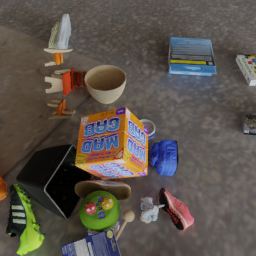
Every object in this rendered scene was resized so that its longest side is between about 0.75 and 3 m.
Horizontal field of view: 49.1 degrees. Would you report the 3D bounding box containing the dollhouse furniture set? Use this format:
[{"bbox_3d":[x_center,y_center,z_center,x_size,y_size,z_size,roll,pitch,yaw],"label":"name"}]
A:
[{"bbox_3d":[-2.389,-1.866,11.225,1.331,2.584,2.556,0,16,-4],"label":"dollhouse furniture set"}]

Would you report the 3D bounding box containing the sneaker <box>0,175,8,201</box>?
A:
[{"bbox_3d":[-4.627,1.541,9.152,0.775,0.819,2.124,-33,58,-27],"label":"sneaker"}]

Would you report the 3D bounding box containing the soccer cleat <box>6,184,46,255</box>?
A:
[{"bbox_3d":[-3.230,2.614,8.271,0.908,0.756,2.240,-31,55,-11],"label":"soccer cleat"}]

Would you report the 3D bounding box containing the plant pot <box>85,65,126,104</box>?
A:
[{"bbox_3d":[-0.912,-1.690,11.799,1.686,1.132,1.686,0,49,0],"label":"plant pot"}]

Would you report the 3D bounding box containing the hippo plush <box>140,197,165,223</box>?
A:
[{"bbox_3d":[0.575,2.405,8.464,0.631,0.792,0.637,-1,36,-30],"label":"hippo plush"}]

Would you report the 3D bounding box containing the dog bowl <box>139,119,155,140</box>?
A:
[{"bbox_3d":[0.630,0.068,10.777,0.821,0.323,0.821,0,48,0],"label":"dog bowl"}]

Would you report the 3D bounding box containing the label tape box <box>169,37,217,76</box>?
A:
[{"bbox_3d":[2.952,-3.143,13.246,2.031,0.892,2.817,4,48,4],"label":"label tape box"}]

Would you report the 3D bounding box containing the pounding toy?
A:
[{"bbox_3d":[-0.685,2.381,8.003,1.555,0.722,1.200,33,62,18],"label":"pounding toy"}]

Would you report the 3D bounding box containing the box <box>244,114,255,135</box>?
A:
[{"bbox_3d":[5.191,-0.088,10.747,1.321,0.249,0.902,6,47,25],"label":"box"}]

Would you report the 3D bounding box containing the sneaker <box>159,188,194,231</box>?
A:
[{"bbox_3d":[1.480,2.445,8.641,0.620,0.527,1.430,-12,51,-29],"label":"sneaker"}]

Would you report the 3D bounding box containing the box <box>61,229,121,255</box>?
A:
[{"bbox_3d":[-0.997,3.431,7.664,1.489,0.241,0.902,-16,65,-8],"label":"box"}]

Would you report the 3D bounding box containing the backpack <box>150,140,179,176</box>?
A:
[{"bbox_3d":[1.232,1.067,9.542,0.916,0.887,1.092,0,57,-2],"label":"backpack"}]

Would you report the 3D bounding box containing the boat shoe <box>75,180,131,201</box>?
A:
[{"bbox_3d":[-0.793,1.958,8.948,1.765,0.637,0.573,2,7,-1],"label":"boat shoe"}]

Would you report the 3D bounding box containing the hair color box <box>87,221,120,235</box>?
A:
[{"bbox_3d":[-0.714,2.949,8.246,0.866,0.281,0.473,9,51,5],"label":"hair color box"}]

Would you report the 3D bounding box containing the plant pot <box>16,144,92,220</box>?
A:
[{"bbox_3d":[-2.353,1.550,8.675,1.484,1.669,1.673,6,47,26],"label":"plant pot"}]

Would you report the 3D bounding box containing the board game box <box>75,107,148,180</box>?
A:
[{"bbox_3d":[-0.439,0.564,8.850,1.643,1.642,1.642,-11,61,25],"label":"board game box"}]

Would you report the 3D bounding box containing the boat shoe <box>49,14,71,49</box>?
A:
[{"bbox_3d":[-3.645,-5.168,14.994,0.896,1.040,2.889,-2,51,0],"label":"boat shoe"}]

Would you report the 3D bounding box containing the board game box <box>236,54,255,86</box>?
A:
[{"bbox_3d":[6.073,-2.787,13.295,1.266,0.347,2.006,-3,48,-2],"label":"board game box"}]
